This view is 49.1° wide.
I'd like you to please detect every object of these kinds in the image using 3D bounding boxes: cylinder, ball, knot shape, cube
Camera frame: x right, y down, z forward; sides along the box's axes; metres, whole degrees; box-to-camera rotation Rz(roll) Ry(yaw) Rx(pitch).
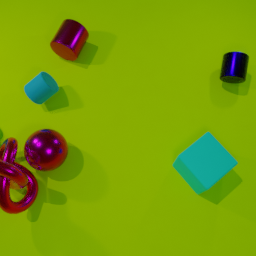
[{"bbox_3d":[3.337,-1.884,8.799,0.784,0.784,0.784,11,85,4],"label":"cylinder"},{"bbox_3d":[-1.921,-2.891,9.250,0.973,0.973,0.973,20,71,7],"label":"cylinder"},{"bbox_3d":[-2.274,0.610,7.809,1.197,1.197,1.197,0,70,0],"label":"ball"},{"bbox_3d":[-3.169,1.096,7.446,0.947,2.049,1.917,-24,44,-12],"label":"knot shape"},{"bbox_3d":[2.070,0.998,7.730,1.119,1.119,1.119,-37,74,-12],"label":"cube"},{"bbox_3d":[-2.658,-1.226,8.630,0.744,0.744,0.744,-34,71,16],"label":"cylinder"}]
